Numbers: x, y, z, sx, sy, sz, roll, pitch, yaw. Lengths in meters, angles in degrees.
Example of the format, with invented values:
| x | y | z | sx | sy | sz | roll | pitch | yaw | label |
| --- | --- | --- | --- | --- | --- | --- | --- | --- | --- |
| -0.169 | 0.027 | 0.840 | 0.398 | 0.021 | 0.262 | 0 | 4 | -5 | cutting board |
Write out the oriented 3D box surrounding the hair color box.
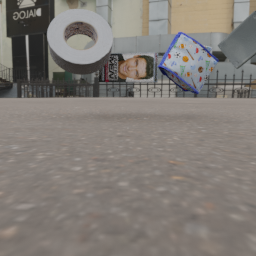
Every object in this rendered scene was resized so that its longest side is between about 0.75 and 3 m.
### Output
| x | y | z | sx | sy | sz | roll | pitch | yaw | label |
| --- | --- | --- | --- | --- | --- | --- | --- | --- | --- |
| 0.005 | -2.478 | 11.607 | 2.400 | 1.188 | 0.728 | 4 | 10 | 19 | hair color box |

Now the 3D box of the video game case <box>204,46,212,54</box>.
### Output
| x | y | z | sx | sy | sz | roll | pitch | yaw | label |
| --- | --- | --- | --- | --- | --- | --- | --- | --- | --- |
| 3.443 | -3.152 | 12.224 | 0.087 | 0.790 | 0.720 | -8 | 23 | -12 | video game case |

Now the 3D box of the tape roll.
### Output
| x | y | z | sx | sy | sz | roll | pitch | yaw | label |
| --- | --- | --- | --- | --- | --- | --- | --- | --- | --- |
| -1.791 | -3.274 | 10.620 | 2.415 | 2.415 | 0.798 | -1 | -19 | -10 | tape roll |

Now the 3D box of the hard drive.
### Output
| x | y | z | sx | sy | sz | roll | pitch | yaw | label |
| --- | --- | --- | --- | --- | --- | --- | --- | --- | --- |
| 3.298 | -2.428 | 7.801 | 0.216 | 0.916 | 1.312 | -24 | -15 | -49 | hard drive |

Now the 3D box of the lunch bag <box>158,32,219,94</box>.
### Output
| x | y | z | sx | sy | sz | roll | pitch | yaw | label |
| --- | --- | --- | --- | --- | --- | --- | --- | --- | --- |
| 2.219 | -2.510 | 10.841 | 1.916 | 1.629 | 1.187 | 31 | -2 | -28 | lunch bag |
